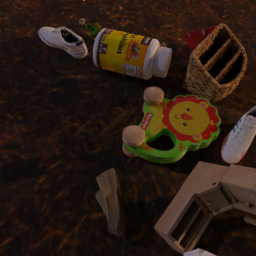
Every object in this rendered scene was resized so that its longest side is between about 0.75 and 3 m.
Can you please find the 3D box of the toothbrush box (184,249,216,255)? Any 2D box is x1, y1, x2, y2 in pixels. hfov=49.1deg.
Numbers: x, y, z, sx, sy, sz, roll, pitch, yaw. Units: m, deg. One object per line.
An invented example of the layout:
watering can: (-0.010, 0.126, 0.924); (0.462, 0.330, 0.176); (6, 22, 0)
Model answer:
toothbrush box: (2.185, 3.872, 6.236); (2.091, 0.892, 1.531); (24, 57, -1)

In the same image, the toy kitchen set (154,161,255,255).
toy kitchen set: (2.671, 2.511, 6.893); (2.364, 2.138, 2.620); (-49, 27, -22)

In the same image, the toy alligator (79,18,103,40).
toy alligator: (-1.502, -4.366, 12.570); (0.628, 0.455, 1.895); (-47, 63, 8)

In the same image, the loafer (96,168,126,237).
loafer: (-0.515, 2.094, 7.884); (0.683, 0.770, 2.025); (-16, 44, 5)

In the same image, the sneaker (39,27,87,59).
sneaker: (-2.805, -3.914, 11.973); (2.576, 0.912, 0.941); (27, 59, 18)

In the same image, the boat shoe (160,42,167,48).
boat shoe: (1.483, -3.160, 11.779); (0.415, 0.438, 1.156); (-12, 47, -4)

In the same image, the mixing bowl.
mixing bowl: (3.145, -3.624, 11.627); (1.586, 0.859, 1.586); (-12, 13, 3)

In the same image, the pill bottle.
pill bottle: (0.195, -2.798, 10.803); (2.827, 1.544, 1.544); (16, 56, 11)

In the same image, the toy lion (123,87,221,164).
toy lion: (1.548, -0.044, 9.225); (2.759, 0.988, 2.879); (20, 58, 13)

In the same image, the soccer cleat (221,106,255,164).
soccer cleat: (3.721, 0.145, 9.091); (0.784, 0.969, 2.244); (30, 61, 19)

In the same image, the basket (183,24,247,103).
basket: (3.417, -2.319, 10.329); (1.709, 1.784, 2.394); (34, 61, 22)

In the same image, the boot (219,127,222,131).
boot: (3.007, -0.140, 9.781); (0.640, 0.278, 0.769); (39, 61, 10)
